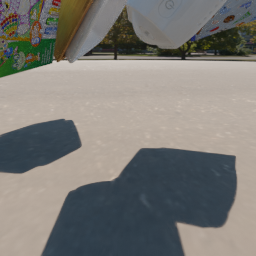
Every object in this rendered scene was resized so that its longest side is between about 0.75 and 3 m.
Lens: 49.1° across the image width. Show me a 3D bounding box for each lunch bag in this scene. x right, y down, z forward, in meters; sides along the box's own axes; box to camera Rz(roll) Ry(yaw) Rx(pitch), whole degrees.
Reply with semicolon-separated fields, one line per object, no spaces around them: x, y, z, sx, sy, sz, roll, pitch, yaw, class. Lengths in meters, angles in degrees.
2.090;-3.214;6.211;1.835;1.336;2.158;-19;-15;10;lunch bag

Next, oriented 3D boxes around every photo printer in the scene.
0.979;-2.245;3.972;0.992;2.377;2.857;39;12;-9;photo printer

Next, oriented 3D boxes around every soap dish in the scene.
-1.083;-3.376;8.057;2.830;1.149;2.227;-41;9;46;soap dish

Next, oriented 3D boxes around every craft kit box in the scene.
-2.708;-2.358;6.055;0.658;2.714;2.681;42;45;21;craft kit box
